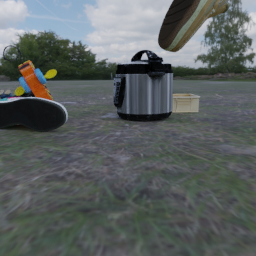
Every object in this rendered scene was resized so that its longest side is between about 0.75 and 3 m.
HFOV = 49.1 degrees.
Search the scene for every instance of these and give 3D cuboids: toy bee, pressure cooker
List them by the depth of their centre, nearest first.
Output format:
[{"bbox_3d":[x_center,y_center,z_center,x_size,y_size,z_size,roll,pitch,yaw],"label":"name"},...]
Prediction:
[{"bbox_3d":[-3.012,-1.704,8.991,1.424,2.175,1.182,-10,29,-13],"label":"toy bee"},{"bbox_3d":[0.609,-1.653,10.614,2.215,2.518,2.249,6,14,27],"label":"pressure cooker"}]

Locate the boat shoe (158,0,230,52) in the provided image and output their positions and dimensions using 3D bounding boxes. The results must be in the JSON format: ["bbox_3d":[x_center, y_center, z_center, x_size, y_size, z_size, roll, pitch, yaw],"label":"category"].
[{"bbox_3d":[1.741,-2.753,5.976,1.074,2.820,1.011,27,10,-31],"label":"boat shoe"}]

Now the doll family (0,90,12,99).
[{"bbox_3d":[-4.768,-0.702,9.816,2.136,1.235,0.838,4,41,9],"label":"doll family"}]

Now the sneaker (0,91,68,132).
[{"bbox_3d":[-2.985,-0.598,9.054,2.882,1.205,1.740,2,21,16],"label":"sneaker"}]

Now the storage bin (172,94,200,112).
[{"bbox_3d":[2.301,-1.156,12.696,1.480,0.699,1.491,0,12,-5],"label":"storage bin"}]
